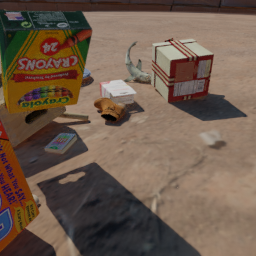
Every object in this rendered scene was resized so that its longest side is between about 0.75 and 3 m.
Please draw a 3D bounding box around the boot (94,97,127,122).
[{"bbox_3d":[-0.837,-0.659,10.806,1.447,0.555,1.124,15,35,13],"label":"boot"}]

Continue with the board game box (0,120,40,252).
[{"bbox_3d":[-3.666,1.006,4.699,2.657,2.654,2.655,23,46,28],"label":"board game box"}]

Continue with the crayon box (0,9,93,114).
[{"bbox_3d":[-2.076,-1.367,6.908,1.856,2.923,0.743,-12,57,-28],"label":"crayon box"}]

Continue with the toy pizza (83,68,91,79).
[{"bbox_3d":[-3.211,-2.747,14.708,2.527,0.400,2.527,1,27,0],"label":"toy pizza"}]

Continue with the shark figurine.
[{"bbox_3d":[0.321,-3.267,14.879,1.519,2.543,1.061,-26,-15,10],"label":"shark figurine"}]

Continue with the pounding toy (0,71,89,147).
[{"bbox_3d":[-3.461,-0.762,9.793,2.702,2.087,2.935,19,44,33],"label":"pounding toy"}]

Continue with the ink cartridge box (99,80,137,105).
[{"bbox_3d":[-0.446,-1.481,12.105,1.088,0.631,1.869,-10,29,-19],"label":"ink cartridge box"}]

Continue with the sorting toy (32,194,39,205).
[{"bbox_3d":[-3.148,1.935,6.095,1.478,0.294,1.999,12,31,21],"label":"sorting toy"}]

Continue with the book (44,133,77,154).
[{"bbox_3d":[-2.134,0.483,8.939,0.626,0.225,0.938,6,30,17],"label":"book"}]

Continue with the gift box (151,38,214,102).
[{"bbox_3d":[2.439,-2.623,12.659,2.489,2.297,2.324,-7,36,-16],"label":"gift box"}]
